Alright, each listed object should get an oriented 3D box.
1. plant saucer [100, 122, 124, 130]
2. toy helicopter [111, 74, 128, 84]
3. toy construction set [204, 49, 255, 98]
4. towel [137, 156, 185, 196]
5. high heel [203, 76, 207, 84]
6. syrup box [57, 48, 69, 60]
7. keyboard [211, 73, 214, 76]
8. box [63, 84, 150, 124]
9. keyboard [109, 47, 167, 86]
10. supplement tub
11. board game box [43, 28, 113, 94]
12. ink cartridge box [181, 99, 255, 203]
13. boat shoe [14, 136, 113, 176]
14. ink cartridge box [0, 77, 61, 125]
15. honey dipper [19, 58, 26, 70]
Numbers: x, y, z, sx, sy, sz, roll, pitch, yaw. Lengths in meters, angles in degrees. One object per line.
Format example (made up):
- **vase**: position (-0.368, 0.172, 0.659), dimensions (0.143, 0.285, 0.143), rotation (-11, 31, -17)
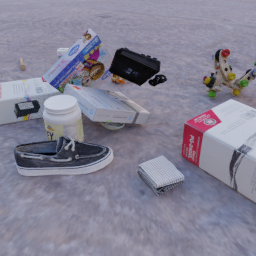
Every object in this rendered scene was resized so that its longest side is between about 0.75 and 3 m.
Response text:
- **plant saucer**: position (-0.535, -0.133, 8.921), dimensions (0.834, 0.209, 0.834), rotation (12, 25, -6)
- **toy helicopter**: position (-0.242, -2.132, 12.185), dimensions (1.008, 0.398, 0.667), rotation (2, 30, -9)
- **toy construction set**: position (4.113, -1.801, 10.733), dimensions (2.004, 1.846, 2.403), rotation (32, -9, -36)
- **towel**: position (0.808, 1.174, 6.936), dimensions (0.828, 0.428, 1.000), rotation (-15, 34, -25)
- **high heel**: position (3.565, -2.192, 12.247), dimensions (0.271, 0.386, 0.804), rotation (25, 40, 34)
- **syrup box**: position (-2.960, -3.113, 13.015), dimensions (0.439, 1.116, 0.454), rotation (5, 33, 7)
- **keyboard**: position (3.950, -2.105, 12.270), dimensions (0.628, 0.102, 0.988), rotation (13, 42, 0)
- **box**: position (-0.640, -0.741, 8.895), dimensions (2.253, 0.464, 1.756), rotation (3, 27, -46)
- **keyboard**: position (0.322, -1.712, 8.347), dimensions (1.665, 0.356, 2.773), rotation (23, -2, -8)
- **supplement tub**: position (-1.825, -0.104, 7.965), dimensions (1.047, 1.444, 1.047), rotation (0, 32, 0)
- **board game box**: position (-1.449, -1.897, 9.356), dimensions (2.085, 2.080, 0.429), rotation (-45, 66, 3)
- **ink cartridge box**: position (3.171, 0.564, 7.115), dimensions (2.125, 1.220, 2.926), rotation (-23, 39, -31)
- **boat shoe**: position (-1.660, 0.633, 7.351), dimensions (2.538, 0.860, 0.910), rotation (-3, 33, -5)
- **ink cartridge box**: position (-3.557, -1.047, 9.944), dimensions (2.193, 0.908, 1.598), rotation (-12, 35, -18)
- **honey dipper**: position (-5.325, -3.269, 14.058), dimensions (0.297, 0.297, 1.562), rotation (-12, 32, -17)
